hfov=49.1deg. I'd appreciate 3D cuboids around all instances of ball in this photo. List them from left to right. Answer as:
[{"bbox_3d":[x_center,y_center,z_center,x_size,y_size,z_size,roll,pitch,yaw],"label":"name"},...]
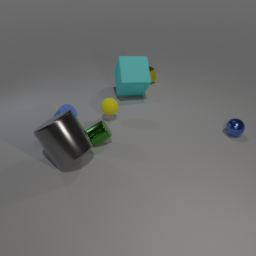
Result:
[{"bbox_3d":[-0.762,-0.903,11.592,0.700,0.700,0.700,0,31,0],"label":"ball"},{"bbox_3d":[4.134,-0.023,10.799,0.700,0.700,0.700,0,31,0],"label":"ball"}]

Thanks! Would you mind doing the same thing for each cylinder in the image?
[{"bbox_3d":[-2.075,0.325,9.088,1.400,1.400,1.400,-28,15,8],"label":"cylinder"},{"bbox_3d":[-2.388,-0.441,10.617,0.700,0.700,0.700,19,54,-29],"label":"cylinder"},{"bbox_3d":[-1.059,0.181,10.231,0.700,0.700,0.700,-32,32,7],"label":"cylinder"}]

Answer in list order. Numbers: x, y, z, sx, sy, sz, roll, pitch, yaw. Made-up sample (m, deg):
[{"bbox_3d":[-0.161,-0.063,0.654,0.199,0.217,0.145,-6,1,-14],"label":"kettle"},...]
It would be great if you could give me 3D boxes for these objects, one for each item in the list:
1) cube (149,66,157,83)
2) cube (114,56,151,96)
[{"bbox_3d":[1.041,-2.897,15.292,0.700,0.700,0.700,-35,46,-14],"label":"cube"},{"bbox_3d":[0.179,-2.482,13.461,1.400,1.400,1.400,-3,72,-13],"label":"cube"}]
